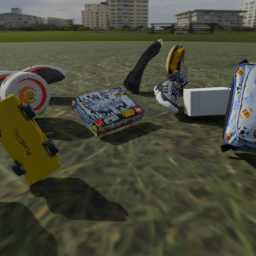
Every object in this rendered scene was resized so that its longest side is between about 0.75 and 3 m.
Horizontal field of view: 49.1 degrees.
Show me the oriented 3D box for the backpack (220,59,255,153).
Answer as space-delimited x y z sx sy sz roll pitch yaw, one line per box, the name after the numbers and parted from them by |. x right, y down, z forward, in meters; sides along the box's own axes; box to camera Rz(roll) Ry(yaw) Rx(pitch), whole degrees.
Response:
2.674 -0.290 4.860 1.782 1.871 1.441 10 4 14 | backpack

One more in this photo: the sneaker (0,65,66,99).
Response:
-3.415 -1.431 9.705 2.601 1.065 1.002 -12 -14 -10 | sneaker

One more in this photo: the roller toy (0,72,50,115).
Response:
-2.695 -0.884 7.347 1.259 1.149 0.880 -2 11 -35 | roller toy

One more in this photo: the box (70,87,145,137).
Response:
-0.468 -0.463 6.964 1.580 0.315 1.082 -22 60 -43 | box

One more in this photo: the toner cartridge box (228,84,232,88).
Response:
3.819 -1.287 8.820 2.236 1.062 0.483 -19 63 -43 | toner cartridge box

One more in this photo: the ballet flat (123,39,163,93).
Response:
0.709 -2.443 10.982 0.731 2.574 0.855 33 -15 0 | ballet flat

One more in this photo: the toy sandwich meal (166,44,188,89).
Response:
1.999 -2.360 10.832 0.596 1.739 1.739 14 24 29 | toy sandwich meal

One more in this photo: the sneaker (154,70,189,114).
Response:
1.340 -1.126 8.246 0.660 0.995 1.748 37 19 -21 | sneaker

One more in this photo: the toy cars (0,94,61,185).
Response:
-2.452 -0.049 4.519 2.943 1.319 0.652 18 0 -12 | toy cars

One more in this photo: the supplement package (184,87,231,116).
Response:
2.182 -0.730 7.691 1.158 0.693 0.702 -3 11 -2 | supplement package
